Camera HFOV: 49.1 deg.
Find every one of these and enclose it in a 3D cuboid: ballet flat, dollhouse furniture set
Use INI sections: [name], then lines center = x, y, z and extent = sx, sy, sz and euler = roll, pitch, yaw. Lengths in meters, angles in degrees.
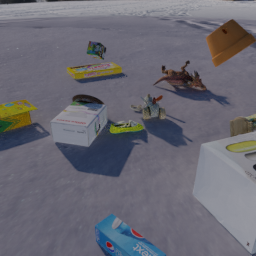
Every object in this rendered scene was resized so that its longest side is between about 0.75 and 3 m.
[ballet flat]
center = -0.033, -0.073, 10.200
extent = 1.297, 0.435, 0.433
euler = -7, 28, -14
[dollhouse furniture set]
center = 3.924, 0.320, 7.906
extent = 2.347, 1.305, 2.076
euler = -17, 15, -30

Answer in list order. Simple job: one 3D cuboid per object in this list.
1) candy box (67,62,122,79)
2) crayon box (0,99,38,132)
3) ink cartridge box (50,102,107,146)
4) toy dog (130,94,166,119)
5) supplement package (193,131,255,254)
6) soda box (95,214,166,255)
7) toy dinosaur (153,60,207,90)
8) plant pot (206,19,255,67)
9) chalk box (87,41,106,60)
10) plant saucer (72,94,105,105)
[candy box]
center = -2.013, -3.483, 16.802
extent = 2.977, 0.393, 1.521
euler = -13, 33, -24
[crayon box]
center = -4.713, -0.435, 10.751
extent = 2.205, 0.560, 1.400
euler = -20, 34, -32
[ink cartridge box]
center = -1.695, -0.199, 10.038
extent = 1.374, 0.797, 1.897
euler = 7, 28, 13
[toy dog]
center = 0.935, -1.050, 11.558
extent = 1.242, 0.907, 1.883
euler = -13, 30, -24
[supplement package]
center = 3.009, 1.257, 6.411
extent = 2.113, 1.554, 2.020
euler = -11, 29, -23
[soda box]
center = 0.010, 2.344, 5.510
extent = 1.487, 0.477, 0.504
euler = 25, 37, 38
[toy dinosaur]
center = 2.614, -2.541, 14.337
extent = 2.617, 1.123, 1.774
euler = -8, 35, -3
[plant pot]
center = 3.906, -3.397, 11.042
extent = 1.757, 1.230, 1.757
euler = -34, 2, 1
[chalk box]
center = -1.507, -3.641, 13.037
extent = 0.610, 0.614, 0.984
euler = 14, 1, 17
[plant saucer]
center = -1.571, -0.885, 11.129
extent = 1.369, 1.369, 0.220
euler = 7, 65, 14
